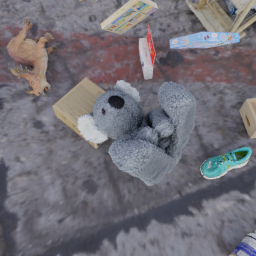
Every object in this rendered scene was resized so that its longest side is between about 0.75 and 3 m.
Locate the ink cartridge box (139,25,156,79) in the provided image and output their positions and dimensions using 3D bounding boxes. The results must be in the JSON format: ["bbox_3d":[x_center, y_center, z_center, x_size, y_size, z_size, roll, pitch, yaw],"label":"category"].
[{"bbox_3d":[0.625,-2.556,9.502,0.305,1.200,1.362,-7,62,-4],"label":"ink cartridge box"}]

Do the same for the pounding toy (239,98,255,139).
[{"bbox_3d":[4.430,-0.552,8.665,1.683,0.770,1.478,-7,62,-4],"label":"pounding toy"}]

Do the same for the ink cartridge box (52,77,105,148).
[{"bbox_3d":[-1.151,-0.496,8.685,1.808,0.679,1.489,38,67,18],"label":"ink cartridge box"}]

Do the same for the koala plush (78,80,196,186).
[{"bbox_3d":[0.078,-0.052,7.256,2.661,2.445,2.360,32,74,27],"label":"koala plush"}]

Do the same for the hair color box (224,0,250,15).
[{"bbox_3d":[4.402,-5.367,11.395,0.845,0.512,1.690,-5,62,-6],"label":"hair color box"}]

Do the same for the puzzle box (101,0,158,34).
[{"bbox_3d":[0.035,-3.558,8.927,1.071,1.609,0.205,-11,80,-53],"label":"puzzle box"}]

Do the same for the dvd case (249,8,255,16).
[{"bbox_3d":[5.589,-4.916,10.934,2.869,0.229,2.133,-22,68,-25],"label":"dvd case"}]

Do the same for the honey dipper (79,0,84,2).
[{"bbox_3d":[-1.418,-5.671,11.725,1.431,0.272,0.272,-31,66,-17],"label":"honey dipper"}]

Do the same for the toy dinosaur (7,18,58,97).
[{"bbox_3d":[-3.489,-2.510,9.559,2.789,1.197,1.890,39,81,27],"label":"toy dinosaur"}]

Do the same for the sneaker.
[{"bbox_3d":[2.776,0.921,7.953,1.598,0.636,0.619,-23,64,-11],"label":"sneaker"}]

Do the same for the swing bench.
[{"bbox_3d":[3.715,-4.606,10.276,1.467,2.261,2.249,-1,56,-41],"label":"swing bench"}]

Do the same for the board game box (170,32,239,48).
[{"bbox_3d":[2.257,-2.572,8.270,1.640,1.240,0.300,-13,102,-34],"label":"board game box"}]

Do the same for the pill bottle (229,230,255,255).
[{"bbox_3d":[3.070,2.992,6.804,1.150,0.688,0.688,-38,68,-18],"label":"pill bottle"}]
